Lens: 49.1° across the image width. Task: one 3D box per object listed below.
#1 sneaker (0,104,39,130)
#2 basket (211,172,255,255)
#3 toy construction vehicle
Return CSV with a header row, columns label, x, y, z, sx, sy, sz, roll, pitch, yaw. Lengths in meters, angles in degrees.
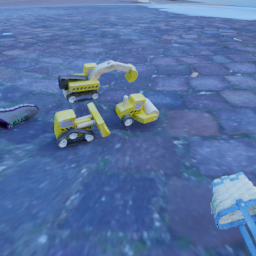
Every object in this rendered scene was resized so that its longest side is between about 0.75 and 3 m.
label,x,y,z,sx,sy,sz,roll,pitch,yaw
sneaker,-3.253,-0.236,7.994,1.530,0.569,0.669,-13,60,-31
basket,1.685,1.327,4.147,0.781,0.990,1.123,-23,50,2
toy construction vehicle,-0.767,-0.887,7.813,2.953,1.040,2.571,-11,42,-18
